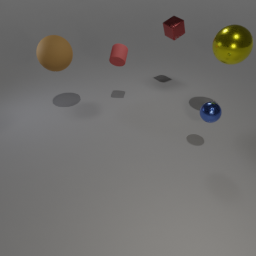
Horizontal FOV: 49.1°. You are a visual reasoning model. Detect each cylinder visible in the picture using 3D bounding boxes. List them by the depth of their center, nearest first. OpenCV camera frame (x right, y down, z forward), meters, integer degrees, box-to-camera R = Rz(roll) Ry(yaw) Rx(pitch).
[{"bbox_3d":[-0.394,-3.103,11.929,0.700,0.700,0.700,7,69,11],"label":"cylinder"}]

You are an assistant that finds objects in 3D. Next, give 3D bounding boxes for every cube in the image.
[{"bbox_3d":[2.124,-4.605,12.899,0.700,0.700,0.700,-36,51,-11],"label":"cube"}]

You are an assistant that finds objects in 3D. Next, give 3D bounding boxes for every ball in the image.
[{"bbox_3d":[2.719,-0.518,9.223,0.700,0.700,0.700,0,33,0],"label":"ball"},{"bbox_3d":[3.792,-3.018,10.182,1.400,1.400,1.400,0,33,0],"label":"ball"},{"bbox_3d":[-2.898,-2.953,11.111,1.400,1.400,1.400,0,33,0],"label":"ball"}]
